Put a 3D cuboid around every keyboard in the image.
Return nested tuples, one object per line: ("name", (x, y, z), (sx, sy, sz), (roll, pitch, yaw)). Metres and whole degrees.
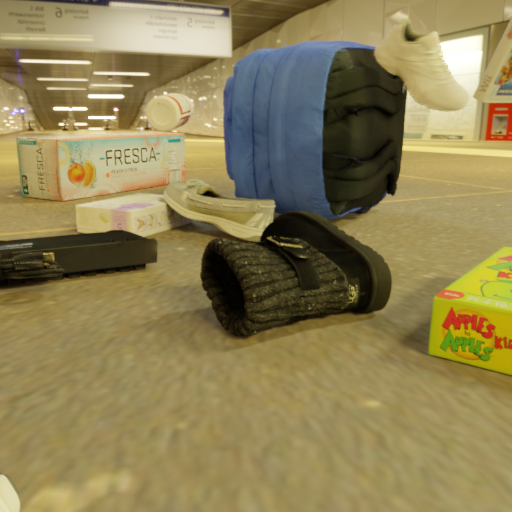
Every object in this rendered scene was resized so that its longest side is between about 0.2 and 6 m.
("keyboard", (-3.251, 0.122, 7.026), (3.887, 0.499, 2.334), (-8, 10, -25))

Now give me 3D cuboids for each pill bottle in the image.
("pill bottle", (-1.367, -2.339, 9.059), (0.552, 0.552, 1.007), (2, 20, 9))

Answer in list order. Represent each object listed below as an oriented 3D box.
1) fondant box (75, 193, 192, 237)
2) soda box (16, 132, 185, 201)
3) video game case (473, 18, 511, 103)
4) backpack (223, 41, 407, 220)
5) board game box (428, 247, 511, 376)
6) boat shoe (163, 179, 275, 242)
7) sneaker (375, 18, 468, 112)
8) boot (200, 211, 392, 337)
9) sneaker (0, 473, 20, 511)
("fondant box", (-2.197, -0.765, 10.322), (1.295, 0.523, 1.795), (8, 17, 26))
("soda box", (-4.035, -2.606, 15.504), (1.646, 1.530, 4.813), (9, 16, 30))
("video game case", (3.171, -2.563, 5.901), (1.405, 1.962, 0.177), (-12, 44, -37))
("backpack", (0.975, -2.309, 10.819), (3.417, 3.309, 4.072), (3, 18, 27))
("board game box", (2.672, 0.465, 5.404), (1.193, 0.559, 2.349), (10, 18, 35))
("boat shoe", (-0.654, -0.920, 9.695), (2.343, 0.751, 0.863), (26, 20, 36))
("sneaker", (2.545, -2.869, 8.363), (1.690, 0.840, 0.658), (45, 58, 12))
("boot", (0.144, 0.082, 6.240), (1.761, 0.886, 2.355), (-7, 16, -25))
("sneaker", (-2.277, 1.144, 1.984), (2.639, 1.016, 1.120), (0, 19, -1))
